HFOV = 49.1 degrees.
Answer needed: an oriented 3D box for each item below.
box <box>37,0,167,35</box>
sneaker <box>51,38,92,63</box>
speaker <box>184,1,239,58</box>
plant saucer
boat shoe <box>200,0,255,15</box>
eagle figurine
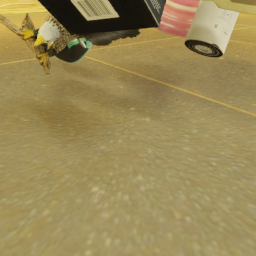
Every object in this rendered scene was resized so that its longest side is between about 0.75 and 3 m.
[{"bbox_3d":[-0.189,-1.741,2.941,1.230,0.758,1.220,7,71,31],"label":"box"},{"bbox_3d":[-0.961,-3.135,6.677,1.108,2.850,1.993,24,42,-43],"label":"sneaker"},{"bbox_3d":[2.044,-2.762,6.089,0.910,2.242,0.910,20,2,-1],"label":"speaker"},{"bbox_3d":[1.563,-3.676,8.256,2.701,0.685,2.701,6,51,-8],"label":"plant saucer"},{"bbox_3d":[1.135,-2.581,4.463,2.936,1.004,1.097,18,35,17],"label":"boat shoe"},{"bbox_3d":[-1.022,-1.954,4.823,1.853,2.443,1.843,17,54,-41],"label":"eagle figurine"}]
